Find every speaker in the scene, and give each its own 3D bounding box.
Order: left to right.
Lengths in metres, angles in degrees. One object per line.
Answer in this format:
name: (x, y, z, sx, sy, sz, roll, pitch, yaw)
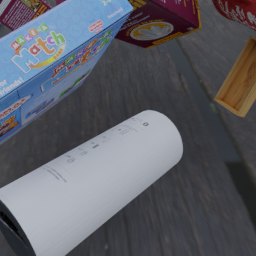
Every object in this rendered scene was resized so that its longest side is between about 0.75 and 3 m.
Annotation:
speaker: (-0.425, 0.717, 4.090, 1.141, 1.141, 2.811, 33, 43, 28)

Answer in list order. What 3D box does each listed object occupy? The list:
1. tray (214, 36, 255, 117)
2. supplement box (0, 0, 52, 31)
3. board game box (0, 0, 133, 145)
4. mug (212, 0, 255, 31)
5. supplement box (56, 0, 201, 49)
tray: (2.630, -1.119, 6.161, 0.294, 1.589, 0.784, 9, 26, -35)
supplement box: (-2.568, -2.967, 7.596, 1.121, 2.031, 0.870, -49, 30, 10)
board game box: (-1.269, -0.586, 3.845, 2.108, 2.787, 0.510, -41, 98, -21)
mug: (2.556, -2.612, 5.529, 2.331, 1.752, 2.626, -17, 33, 10)
supplement box: (0.131, -2.770, 5.934, 1.633, 1.268, 2.960, -10, -5, 39)
